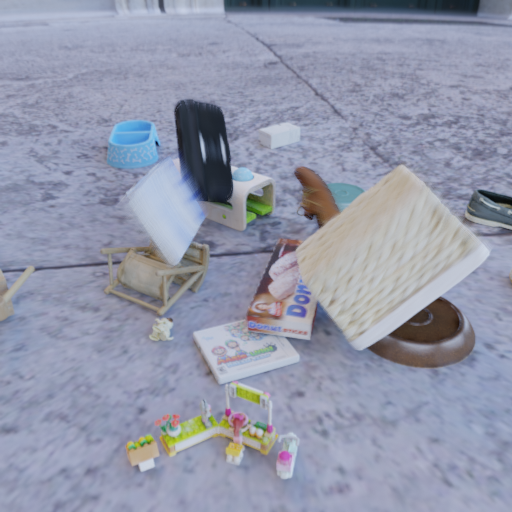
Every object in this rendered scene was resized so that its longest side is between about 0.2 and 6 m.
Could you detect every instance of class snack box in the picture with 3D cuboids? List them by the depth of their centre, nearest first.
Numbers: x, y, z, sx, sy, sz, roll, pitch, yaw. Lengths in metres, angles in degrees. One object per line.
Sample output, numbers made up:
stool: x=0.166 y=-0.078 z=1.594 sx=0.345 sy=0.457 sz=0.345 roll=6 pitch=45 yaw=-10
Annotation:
snack box: x=0.646 y=0.479 z=9.936 sx=1.053 sy=0.356 sz=2.930 roll=8 pitch=28 yaw=10

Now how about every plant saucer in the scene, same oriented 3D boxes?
plant saucer: x=2.571 y=1.067 z=9.156 sx=1.980 sy=0.318 sz=1.980 roll=-1 pitch=30 yaw=0
plant saucer: x=2.012 y=-1.379 z=13.303 sx=1.631 sy=0.293 sz=1.631 roll=0 pitch=31 yaw=0

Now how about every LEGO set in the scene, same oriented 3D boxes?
LEGO set: x=-0.533 y=2.084 z=6.929 sx=2.146 sy=0.799 sz=0.987 roll=3 pitch=31 yaw=5

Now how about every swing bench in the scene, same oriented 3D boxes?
swing bench: x=-1.780 y=0.227 z=10.039 sx=1.383 sy=0.902 sz=1.390 roll=18 pitch=30 yaw=28

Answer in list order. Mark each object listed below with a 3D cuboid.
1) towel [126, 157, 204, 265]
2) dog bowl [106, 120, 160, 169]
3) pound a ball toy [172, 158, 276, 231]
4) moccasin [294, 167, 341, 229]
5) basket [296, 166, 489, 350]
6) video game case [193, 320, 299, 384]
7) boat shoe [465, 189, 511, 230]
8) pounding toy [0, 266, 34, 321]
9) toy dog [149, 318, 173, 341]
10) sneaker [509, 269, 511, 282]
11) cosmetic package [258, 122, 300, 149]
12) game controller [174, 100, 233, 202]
towel: x=-1.492 y=-0.841 z=9.785 sx=0.234 sy=1.446 sz=1.969 roll=-23 pitch=21 yaw=21
dog bowl: x=-3.555 y=-3.287 z=16.195 sx=1.437 sy=0.639 sz=2.577 roll=-3 pitch=30 yaw=-4
pound a ball toy: x=-0.790 y=-1.809 z=13.119 sx=2.868 sy=1.218 sz=1.870 roll=23 pitch=38 yaw=33
moccasin: x=1.246 y=-0.959 z=11.488 sx=0.744 sy=1.928 sz=0.705 roll=-25 pitch=-9 yaw=-4
basket: x=1.905 y=-0.046 z=8.456 sx=2.381 sy=1.469 sz=1.614 roll=-39 pitch=18 yaw=13
video game case: x=-0.178 y=1.407 z=8.684 sx=1.312 sy=0.155 sz=1.194 roll=-12 pitch=32 yaw=-21
boat shoe: x=5.794 y=-0.974 z=12.197 sx=2.280 sy=0.705 sz=0.830 roll=12 pitch=33 yaw=19
pounding toy: x=-4.404 y=0.721 z=9.201 sx=1.602 sy=0.834 sz=1.824 roll=-19 pitch=35 yaw=-28
toy dog: x=-1.482 y=1.156 z=9.028 sx=0.399 sy=0.287 sz=0.411 roll=16 pitch=32 yaw=3
sneaker: x=5.205 y=0.477 z=9.693 sx=0.667 sy=0.773 sz=1.764 roll=-15 pitch=32 yaw=-20
cosmetic package: x=0.698 y=-3.640 z=16.946 sx=1.154 sy=0.468 sz=0.651 roll=-22 pitch=39 yaw=-34
game controller: x=-1.047 y=-2.144 z=11.399 sx=1.130 sy=2.167 sz=0.456 roll=4 pitch=-17 yaw=-39
